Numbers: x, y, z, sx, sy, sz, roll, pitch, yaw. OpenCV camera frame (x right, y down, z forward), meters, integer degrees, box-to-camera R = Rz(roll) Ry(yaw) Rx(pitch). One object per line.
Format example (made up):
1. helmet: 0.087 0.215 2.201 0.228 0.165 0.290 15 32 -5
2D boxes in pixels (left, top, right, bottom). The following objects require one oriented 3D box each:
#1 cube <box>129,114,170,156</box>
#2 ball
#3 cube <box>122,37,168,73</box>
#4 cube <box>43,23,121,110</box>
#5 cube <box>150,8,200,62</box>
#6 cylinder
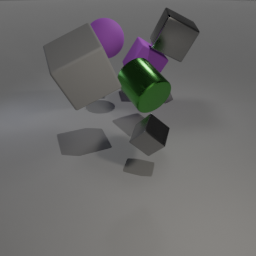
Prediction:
1. cube: 0.581 0.189 7.484 0.700 0.700 0.700 37 46 -17
2. ball: -0.838 -3.218 10.092 1.400 1.400 1.400 0 28 0
3. cube: 0.750 -3.041 12.744 1.400 1.400 1.400 26 24 -22
4. cube: -1.214 -1.623 7.458 1.400 1.400 1.400 -27 48 1
5. cube: 1.862 -3.812 11.456 1.400 1.400 1.400 22 33 -14
6. cylinder: 0.548 -1.486 9.777 1.400 1.400 1.400 -18 54 -29
